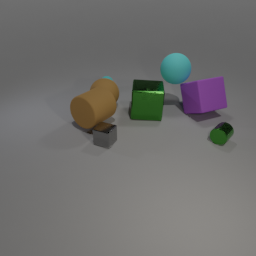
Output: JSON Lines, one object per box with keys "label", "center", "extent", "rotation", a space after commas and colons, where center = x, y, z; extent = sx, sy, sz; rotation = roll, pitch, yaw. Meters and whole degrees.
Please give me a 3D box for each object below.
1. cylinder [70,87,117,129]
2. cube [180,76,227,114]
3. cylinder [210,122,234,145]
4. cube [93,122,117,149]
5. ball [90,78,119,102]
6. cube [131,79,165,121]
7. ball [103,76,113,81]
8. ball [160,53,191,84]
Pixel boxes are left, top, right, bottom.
{"label": "cylinder", "center": [-1.426, -0.858, 11.625], "extent": [1.400, 1.400, 1.400], "rotation": [19, 34, 29]}
{"label": "cube", "center": [3.402, -1.470, 12.675], "extent": [1.400, 1.400, 1.400], "rotation": [-13, 7, -21]}
{"label": "cylinder", "center": [3.660, 0.213, 10.931], "extent": [0.700, 0.700, 0.700], "rotation": [23, 37, 34]}
{"label": "cube", "center": [-0.886, 0.270, 10.842], "extent": [0.700, 0.700, 0.700], "rotation": [13, 33, 21]}
{"label": "ball", "center": [-1.109, -1.637, 13.186], "extent": [1.400, 1.400, 1.400], "rotation": [0, 30, 0]}
{"label": "cube", "center": [0.874, -1.288, 12.758], "extent": [1.400, 1.400, 1.400], "rotation": [4, 30, 2]}
{"label": "ball", "center": [-1.143, -2.442, 15.077], "extent": [0.700, 0.700, 0.700], "rotation": [0, 30, 0]}
{"label": "ball", "center": [2.184, -2.709, 12.830], "extent": [1.400, 1.400, 1.400], "rotation": [0, 30, 0]}
